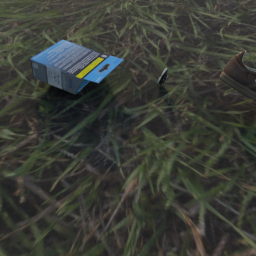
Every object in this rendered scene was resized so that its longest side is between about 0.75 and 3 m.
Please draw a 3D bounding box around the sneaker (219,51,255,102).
[{"bbox_3d":[4.149,-1.154,8.065,2.886,1.090,1.016,32,21,8],"label":"sneaker"}]

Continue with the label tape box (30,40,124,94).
[{"bbox_3d":[-1.626,-1.949,9.254,2.462,0.779,1.776,22,44,15],"label":"label tape box"}]

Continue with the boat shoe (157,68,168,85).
[{"bbox_3d":[1.185,-1.668,9.195,0.229,0.758,0.280,30,56,1],"label":"boat shoe"}]
